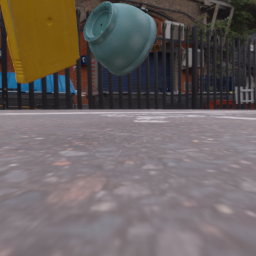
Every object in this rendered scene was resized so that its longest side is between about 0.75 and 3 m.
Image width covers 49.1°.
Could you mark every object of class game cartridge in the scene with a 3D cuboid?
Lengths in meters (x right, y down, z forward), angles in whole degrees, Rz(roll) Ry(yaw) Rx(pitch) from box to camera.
[{"bbox_3d":[-1.622,-2.055,5.386,0.325,2.003,1.766,13,30,24],"label":"game cartridge"}]

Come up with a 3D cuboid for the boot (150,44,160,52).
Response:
[{"bbox_3d":[0.780,-2.818,9.963,0.432,0.303,0.807,-4,7,34],"label":"boot"}]

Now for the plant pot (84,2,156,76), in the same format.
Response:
[{"bbox_3d":[-0.440,-3.008,8.944,2.250,2.250,1.508,5,-13,45],"label":"plant pot"}]
